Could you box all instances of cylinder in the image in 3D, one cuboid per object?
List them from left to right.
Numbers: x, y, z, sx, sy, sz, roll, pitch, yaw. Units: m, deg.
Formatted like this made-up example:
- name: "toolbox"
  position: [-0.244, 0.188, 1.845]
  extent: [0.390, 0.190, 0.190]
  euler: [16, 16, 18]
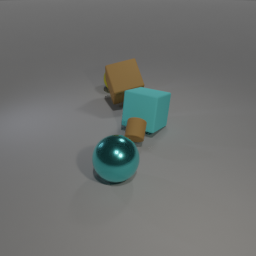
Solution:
- name: "cylinder"
  position: [0.274, 0.072, 10.005]
  extent: [0.700, 0.700, 0.700]
  euler: [7, 68, 12]

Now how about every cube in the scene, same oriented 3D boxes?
- name: "cube"
  position: [-0.183, -2.102, 12.813]
  extent: [1.400, 1.400, 1.400]
  euler: [-16, -14, -8]
- name: "cube"
  position: [0.731, -0.756, 11.094]
  extent: [1.400, 1.400, 1.400]
  euler: [15, 20, 26]

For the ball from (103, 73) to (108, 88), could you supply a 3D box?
- name: "ball"
  position: [-0.595, -2.610, 14.817]
  extent: [1.400, 1.400, 1.400]
  euler: [0, 28, 0]

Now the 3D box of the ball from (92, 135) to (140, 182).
- name: "ball"
  position: [-0.355, 0.895, 8.270]
  extent: [1.400, 1.400, 1.400]
  euler: [0, 28, 0]
